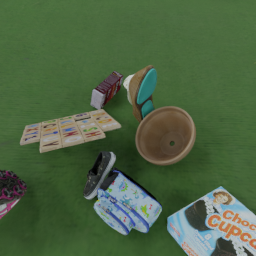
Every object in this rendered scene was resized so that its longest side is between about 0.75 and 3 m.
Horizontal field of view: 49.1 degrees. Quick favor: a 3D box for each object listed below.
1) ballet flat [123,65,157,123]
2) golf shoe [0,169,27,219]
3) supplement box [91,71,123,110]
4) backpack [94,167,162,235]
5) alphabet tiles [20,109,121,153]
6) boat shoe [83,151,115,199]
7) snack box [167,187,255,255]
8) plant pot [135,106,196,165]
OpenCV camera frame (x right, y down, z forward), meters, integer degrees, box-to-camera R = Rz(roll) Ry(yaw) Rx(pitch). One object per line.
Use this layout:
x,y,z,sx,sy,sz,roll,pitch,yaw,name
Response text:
0.280,-0.859,7.003,0.777,2.148,0.728,39,72,25,ballet flat
-2.755,1.495,5.354,0.799,1.013,2.200,43,12,-3,golf shoe
-0.622,-1.139,8.406,0.358,0.640,1.175,31,51,10,supplement box
-0.046,1.536,5.435,1.213,1.110,0.891,33,65,8,backpack
-1.428,0.011,6.744,2.205,0.100,2.638,-13,16,-13,alphabet tiles
-0.689,0.981,5.939,0.332,1.174,0.403,22,13,-35,boat shoe
1.999,2.224,4.908,1.432,0.457,2.466,-22,40,-22,snack box
0.974,0.269,6.824,1.475,0.681,1.475,-13,58,23,plant pot
